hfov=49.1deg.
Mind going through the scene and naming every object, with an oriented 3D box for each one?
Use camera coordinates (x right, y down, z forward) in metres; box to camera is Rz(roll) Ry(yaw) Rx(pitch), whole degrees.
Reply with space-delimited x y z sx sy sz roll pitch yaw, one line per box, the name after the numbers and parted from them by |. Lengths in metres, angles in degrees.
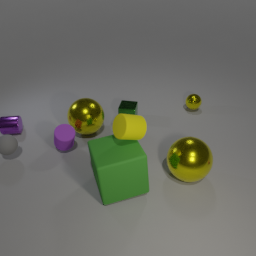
1.899 0.962 8.646 1.400 1.400 1.400 0 34 0 | ball
-4.532 -0.116 10.856 0.700 0.700 0.700 -4 34 -6 | cylinder
-1.595 -0.445 10.636 1.400 1.400 1.400 0 34 0 | ball
-0.287 1.129 8.230 1.400 1.400 1.400 -14 34 -12 | cube
-2.205 0.326 9.708 0.700 0.700 0.700 7 56 -11 | cylinder
-4.086 0.568 9.447 0.700 0.700 0.700 0 34 0 | ball
0.008 -0.670 11.678 0.700 0.700 0.700 6 35 9 | cube
2.869 -1.148 12.262 0.700 0.700 0.700 0 34 0 | ball
0.039 -0.026 7.771 0.700 0.700 0.700 4 27 -37 | cylinder
